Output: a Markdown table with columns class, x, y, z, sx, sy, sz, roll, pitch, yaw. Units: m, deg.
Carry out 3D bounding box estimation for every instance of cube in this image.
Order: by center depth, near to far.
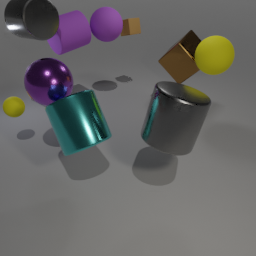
| class | x | y | z | sx | sy | sz | roll | pitch | yaw |
| --- | --- | --- | --- | --- | --- | --- | --- | --- | --- |
| cube | 2.445 | -3.014 | 11.986 | 1.400 | 1.400 | 1.400 | 46 | 51 | -8 |
| cube | 0.094 | -4.695 | 13.022 | 0.700 | 0.700 | 0.700 | -22 | 22 | -37 |

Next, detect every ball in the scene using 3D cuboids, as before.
| class | x | y | z | sx | sy | sz | roll | pitch | yaw |
| --- | --- | --- | --- | --- | --- | --- | --- | --- | --- |
| ball | -2.314 | -1.346 | 8.229 | 1.400 | 1.400 | 1.400 | 0 | 31 | 0 |
| ball | -3.816 | -0.703 | 9.378 | 0.700 | 0.700 | 0.700 | 0 | 31 | 0 |
| ball | 3.177 | -2.665 | 10.312 | 1.400 | 1.400 | 1.400 | 0 | 31 | 0 |
| ball | -0.919 | -4.385 | 11.883 | 1.400 | 1.400 | 1.400 | 0 | 31 | 0 |

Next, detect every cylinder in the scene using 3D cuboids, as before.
| class | x | y | z | sx | sy | sz | roll | pitch | yaw |
| --- | --- | --- | --- | --- | --- | --- | --- | --- | --- |
| cylinder | 1.156 | -0.263 | 6.958 | 1.400 | 1.400 | 1.400 | 13 | 26 | -6 |
| cylinder | -1.326 | -0.144 | 7.600 | 1.400 | 1.400 | 1.400 | -22 | 3 | 1 |
| cylinder | -3.385 | -3.865 | 9.882 | 1.400 | 1.400 | 1.400 | 21 | 36 | 39 |
| cylinder | -2.427 | -3.849 | 11.292 | 1.400 | 1.400 | 1.400 | -31 | 42 | -27 |
